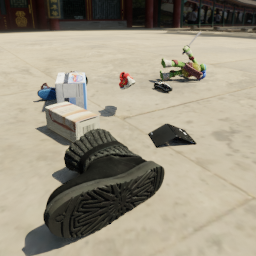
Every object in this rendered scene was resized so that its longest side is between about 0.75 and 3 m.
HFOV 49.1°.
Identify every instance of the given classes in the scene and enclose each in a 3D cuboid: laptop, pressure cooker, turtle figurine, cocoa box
[{"bbox_3d":[1.450,0.340,9.261,1.213,0.626,1.075,20,19,-20],"label":"laptop"},{"bbox_3d":[-2.640,-2.543,14.733,0.891,0.877,0.997,-10,29,-29],"label":"pressure cooker"},{"bbox_3d":[3.118,-3.825,16.433,2.602,2.683,1.931,-9,-8,-11],"label":"turtle figurine"},{"bbox_3d":[-2.423,-1.614,12.173,1.226,1.246,1.868,-4,24,-8],"label":"cocoa box"}]

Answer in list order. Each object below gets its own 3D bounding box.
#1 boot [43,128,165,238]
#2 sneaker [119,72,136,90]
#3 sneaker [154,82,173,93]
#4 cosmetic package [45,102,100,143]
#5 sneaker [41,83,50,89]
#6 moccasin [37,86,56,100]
[{"bbox_3d":[-0.908,1.026,6.287,2.279,1.147,3.048,30,27,37],"label":"boot"},{"bbox_3d":[-0.100,-1.935,11.169,0.577,0.636,1.497,-34,11,-10],"label":"sneaker"},{"bbox_3d":[1.880,-2.143,14.355,0.503,0.463,1.257,-14,28,-32],"label":"sneaker"},{"bbox_3d":[-1.915,-0.218,9.566,1.896,0.827,0.980,22,32,40],"label":"cosmetic package"},{"bbox_3d":[-3.970,-2.050,14.068,0.879,0.508,0.333,-14,28,-29],"label":"sneaker"},{"bbox_3d":[-3.551,-1.636,13.147,1.522,0.612,0.519,-4,35,-41],"label":"moccasin"}]
